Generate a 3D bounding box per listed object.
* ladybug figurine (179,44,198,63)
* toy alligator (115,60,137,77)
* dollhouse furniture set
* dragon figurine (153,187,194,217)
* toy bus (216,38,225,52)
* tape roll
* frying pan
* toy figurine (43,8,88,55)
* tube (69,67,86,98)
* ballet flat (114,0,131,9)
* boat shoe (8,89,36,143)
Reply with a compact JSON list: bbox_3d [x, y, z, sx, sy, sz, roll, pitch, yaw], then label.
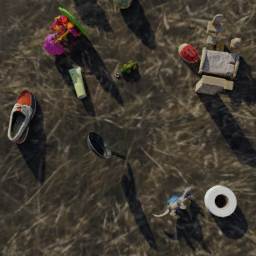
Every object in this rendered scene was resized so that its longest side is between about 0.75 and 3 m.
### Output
[{"bbox_3d":[2.480,-3.052,11.379,0.643,0.341,0.947,-44,83,-7],"label":"ladybug figurine"},{"bbox_3d":[-0.063,-2.396,11.310,1.053,0.253,0.349,-36,81,-6],"label":"toy alligator"},{"bbox_3d":[3.624,-2.754,10.765,1.451,1.239,2.799,11,85,2],"label":"dollhouse furniture set"},{"bbox_3d":[1.737,2.815,10.281,1.643,0.817,0.483,-39,84,13],"label":"dragon figurine"},{"bbox_3d":[3.776,-3.297,11.474,0.294,0.245,0.752,10,81,2],"label":"toy bus"},{"bbox_3d":[3.412,2.701,10.359,1.085,0.379,1.085,0,80,1],"label":"tape roll"},{"bbox_3d":[-0.849,0.691,10.207,0.306,1.878,1.136,-39,64,18],"label":"frying pan"},{"bbox_3d":[-2.762,-3.742,11.205,1.649,1.345,1.791,-45,61,2],"label":"toy figurine"},{"bbox_3d":[-1.997,-1.828,11.195,0.377,0.337,1.299,-4,71,-40],"label":"tube"},{"bbox_3d":[-0.557,-6.402,11.630,1.026,1.026,2.904,-22,81,-4],"label":"ballet flat"},{"bbox_3d":[-4.115,-0.508,10.767,0.779,0.685,2.189,9,79,3],"label":"boat shoe"}]
